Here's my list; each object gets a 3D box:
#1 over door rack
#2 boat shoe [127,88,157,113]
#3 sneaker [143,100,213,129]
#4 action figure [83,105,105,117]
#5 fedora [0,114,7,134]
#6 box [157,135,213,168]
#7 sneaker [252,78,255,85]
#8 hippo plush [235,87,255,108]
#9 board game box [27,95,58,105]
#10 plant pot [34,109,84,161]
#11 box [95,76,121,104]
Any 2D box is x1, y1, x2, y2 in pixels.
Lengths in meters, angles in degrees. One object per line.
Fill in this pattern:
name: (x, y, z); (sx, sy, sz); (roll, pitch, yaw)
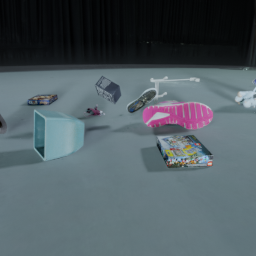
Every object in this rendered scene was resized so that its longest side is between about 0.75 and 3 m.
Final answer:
over door rack: (2.156, -1.583, 13.441); (2.277, 1.682, 0.758); (-1, 22, -2)
boat shoe: (0.589, -1.058, 11.253); (1.435, 0.493, 0.406); (-36, 26, 8)
sneaker: (1.988, -0.640, 11.196); (2.685, 1.092, 1.184); (4, 19, 11)
action figure: (-1.473, -0.672, 12.752); (0.873, 0.650, 0.585); (-2, 55, -56)
fedora: (-5.137, -0.280, 9.993); (0.801, 1.568, 1.773); (-34, 17, -7)
box: (1.578, 0.642, 8.155); (1.213, 0.335, 1.775); (-1, 16, -4)
sneaker: (7.554, -1.756, 13.933); (2.538, 1.025, 1.465); (36, 29, -6)
hippo plush: (6.344, -1.415, 14.721); (1.189, 0.947, 0.956); (-14, 47, 2)
board game box: (-4.807, -1.610, 15.881); (1.186, 0.303, 1.751); (0, 16, 1)
plant pot: (-2.027, 0.147, 8.402); (1.279, 1.256, 1.253); (-4, 16, -31)
box: (-0.733, -1.434, 10.677); (0.818, 0.508, 0.825); (32, -15, 13)
